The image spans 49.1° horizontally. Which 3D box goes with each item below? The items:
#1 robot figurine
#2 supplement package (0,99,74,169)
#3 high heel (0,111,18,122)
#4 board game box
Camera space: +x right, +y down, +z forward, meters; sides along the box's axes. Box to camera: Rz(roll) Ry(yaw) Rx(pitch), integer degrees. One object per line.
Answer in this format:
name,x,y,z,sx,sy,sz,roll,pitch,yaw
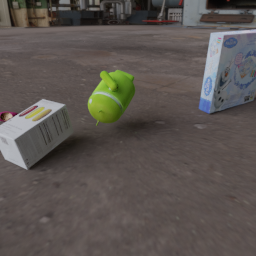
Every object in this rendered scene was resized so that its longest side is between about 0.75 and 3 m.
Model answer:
robot figurine,-0.451,-0.871,7.969,1.024,1.553,1.770,25,56,7
supplement package,-2.281,0.089,6.919,0.917,0.883,1.612,14,41,31
high heel,-3.698,-0.367,8.458,1.004,0.338,0.483,-2,-5,17
board game box,3.725,-2.025,9.819,2.609,2.596,0.566,-15,32,-32
